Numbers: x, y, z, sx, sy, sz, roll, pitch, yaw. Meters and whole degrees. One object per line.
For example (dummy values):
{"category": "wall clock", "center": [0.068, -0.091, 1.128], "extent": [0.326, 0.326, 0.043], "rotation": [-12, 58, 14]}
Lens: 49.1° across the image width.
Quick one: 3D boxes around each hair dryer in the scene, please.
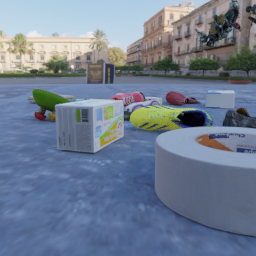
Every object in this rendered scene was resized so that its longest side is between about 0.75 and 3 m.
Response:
{"category": "hair dryer", "center": [2.880, -1.558, 14.537], "extent": [1.851, 0.660, 2.430], "rotation": [4, 12, 12]}

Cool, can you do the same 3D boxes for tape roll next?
{"category": "tape roll", "center": [1.404, 0.500, 3.585], "extent": [2.119, 0.700, 2.119], "rotation": [0, 10, 0]}

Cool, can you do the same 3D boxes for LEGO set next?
{"category": "LEGO set", "center": [2.813, -2.822, 7.662], "extent": [0.701, 1.606, 2.473], "rotation": [25, 12, -23]}

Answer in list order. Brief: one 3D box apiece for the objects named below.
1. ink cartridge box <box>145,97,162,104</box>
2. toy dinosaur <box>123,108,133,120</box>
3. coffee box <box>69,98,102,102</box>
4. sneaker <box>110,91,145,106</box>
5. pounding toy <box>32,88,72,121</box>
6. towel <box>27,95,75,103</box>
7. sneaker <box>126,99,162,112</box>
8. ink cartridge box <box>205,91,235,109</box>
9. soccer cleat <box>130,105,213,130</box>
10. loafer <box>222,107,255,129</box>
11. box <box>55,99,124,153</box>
{"category": "ink cartridge box", "center": [1.086, -1.281, 13.699], "extent": [0.721, 0.407, 0.983], "rotation": [-10, 15, -37]}
{"category": "toy dinosaur", "center": [-0.013, -0.421, 9.516], "extent": [1.131, 0.435, 0.578], "rotation": [19, 34, 40]}
{"category": "coffee box", "center": [-1.961, -1.144, 13.090], "extent": [1.698, 0.373, 1.044], "rotation": [-4, 12, -16]}
{"category": "sneaker", "center": [-0.063, -1.316, 13.661], "extent": [1.968, 0.725, 0.853], "rotation": [2, 22, 40]}
{"category": "pounding toy", "center": [-2.399, -0.542, 9.359], "extent": [1.886, 0.875, 1.456], "rotation": [25, -11, -30]}
{"category": "towel", "center": [-4.242, -1.600, 15.522], "extent": [1.519, 0.395, 2.292], "rotation": [9, 13, 31]}
{"category": "sneaker", "center": [0.626, -0.827, 10.879], "extent": [1.553, 0.581, 0.773], "rotation": [-7, 13, -31]}
{"category": "ink cartridge box", "center": [4.433, -1.394, 13.430], "extent": [1.261, 0.735, 1.744], "rotation": [4, 11, 19]}
{"category": "soccer cleat", "center": [1.075, -0.278, 7.332], "extent": [2.213, 0.715, 0.926], "rotation": [6, -7, 18]}
{"category": "loafer", "center": [3.016, -0.199, 7.306], "extent": [0.683, 0.678, 1.876], "rotation": [7, 12, 36]}
{"category": "box", "center": [-0.762, -0.121, 6.180], "extent": [0.850, 0.943, 1.677], "rotation": [4, 11, 19]}
